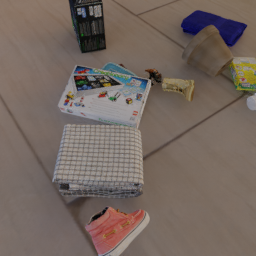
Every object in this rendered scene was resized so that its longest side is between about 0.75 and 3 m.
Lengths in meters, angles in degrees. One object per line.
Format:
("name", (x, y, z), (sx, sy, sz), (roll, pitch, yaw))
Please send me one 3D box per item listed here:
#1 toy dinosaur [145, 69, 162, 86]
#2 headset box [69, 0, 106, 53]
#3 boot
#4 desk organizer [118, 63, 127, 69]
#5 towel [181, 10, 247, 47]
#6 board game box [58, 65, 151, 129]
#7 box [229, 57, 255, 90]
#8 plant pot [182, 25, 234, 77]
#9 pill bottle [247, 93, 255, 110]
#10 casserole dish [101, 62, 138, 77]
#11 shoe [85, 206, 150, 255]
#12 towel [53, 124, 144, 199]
("toy dinosaur", (0.999, -2.079, 11.125), (1.021, 0.521, 0.693), (7, 70, -27))
("headset box", (-1.917, -5.149, 12.753), (1.211, 2.272, 2.609), (-13, 51, -10))
("boot", (1.894, -1.508, 10.659), (1.228, 0.575, 1.580), (9, 32, 8))
("desk organizer", (-0.645, -2.246, 11.569), (1.138, 0.408, 0.438), (-22, 51, -18))
("towel", (4.153, -4.854, 13.638), (2.735, 0.678, 2.020), (29, 49, 22))
("board game box", (-0.833, -1.185, 10.284), (2.995, 0.518, 1.890), (14, 68, 12))
("box", (4.868, -2.155, 11.446), (1.109, 0.457, 1.890), (2, 49, 0))
("plant pot", (3.386, -3.004, 11.501), (1.803, 1.803, 1.565), (-34, 73, -25))
("pill bottle", (5.095, -1.047, 10.366), (1.258, 0.705, 0.705), (-16, 52, -13))
("casserole dish", (-0.405, -1.922, 11.053), (1.977, 0.384, 1.198), (32, 75, 17))
("shoe", (-0.201, 2.254, 6.815), (0.934, 0.733, 2.053), (60, 29, 4))
("towel", (-0.825, 1.022, 8.449), (2.522, 1.079, 2.088), (1, 52, -1))
